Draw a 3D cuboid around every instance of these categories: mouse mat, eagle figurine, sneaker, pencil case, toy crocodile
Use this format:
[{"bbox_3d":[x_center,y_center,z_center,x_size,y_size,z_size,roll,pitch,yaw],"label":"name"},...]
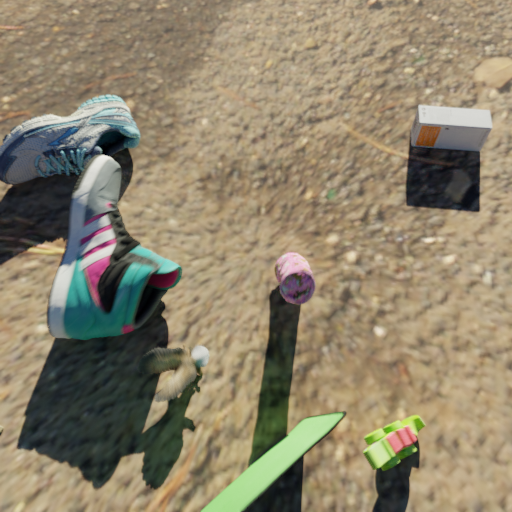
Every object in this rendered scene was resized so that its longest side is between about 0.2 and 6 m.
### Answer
[{"bbox_3d":[0.077,2.862,7.374,2.382,1.916,0.090,-35,82,-20],"label":"mouse mat"},{"bbox_3d":[-1.234,1.775,8.680,0.730,0.962,0.726,10,101,38],"label":"eagle figurine"},{"bbox_3d":[-3.550,-2.073,10.723,2.851,1.106,1.231,-32,68,-17],"label":"sneaker"},{"bbox_3d":[0.618,0.352,9.163,0.573,1.383,0.598,-7,101,-1],"label":"pencil case"},{"bbox_3d":[1.975,2.651,7.973,1.502,0.464,0.507,0,56,-52],"label":"toy crocodile"},{"bbox_3d":[-2.133,-0.107,9.238,1.898,1.315,3.144,7,77,4],"label":"sneaker"}]

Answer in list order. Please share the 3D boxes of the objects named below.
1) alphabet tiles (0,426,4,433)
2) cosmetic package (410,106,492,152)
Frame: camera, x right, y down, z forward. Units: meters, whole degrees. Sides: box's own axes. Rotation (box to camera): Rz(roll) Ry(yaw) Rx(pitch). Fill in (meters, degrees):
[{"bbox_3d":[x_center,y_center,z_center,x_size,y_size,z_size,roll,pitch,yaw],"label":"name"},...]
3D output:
[{"bbox_3d":[-4.919,2.851,8.445,1.717,0.065,2.063,22,62,12],"label":"alphabet tiles"},{"bbox_3d":[3.873,-2.540,11.197,1.400,0.710,0.499,4,60,4],"label":"cosmetic package"}]
